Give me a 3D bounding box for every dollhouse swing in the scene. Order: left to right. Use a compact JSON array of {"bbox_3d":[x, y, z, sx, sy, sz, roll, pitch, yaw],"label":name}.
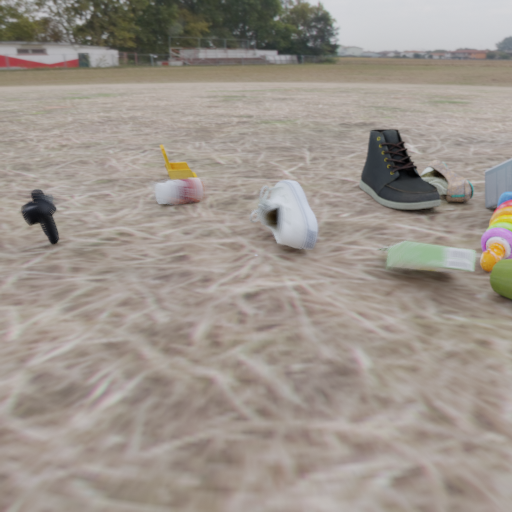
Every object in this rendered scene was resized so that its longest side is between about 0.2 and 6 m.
[{"bbox_3d":[-1.914,-2.310,13.796,0.838,0.811,0.922,-5,21,-12],"label":"dollhouse swing"}]

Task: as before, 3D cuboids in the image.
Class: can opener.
[{"bbox_3d":[-3.377,-0.612,8.911,0.517,1.316,0.417,-22,71,-16],"label":"can opener"}]

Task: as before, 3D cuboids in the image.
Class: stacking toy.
[{"bbox_3d":[3.836,-0.225,8.586,0.913,0.966,1.664,16,40,42],"label":"stacking toy"}]

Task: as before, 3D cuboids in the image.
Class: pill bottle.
[{"bbox_3d":[-1.610,-1.337,11.672,0.886,0.506,0.506,-9,23,-23],"label":"pill bottle"}]

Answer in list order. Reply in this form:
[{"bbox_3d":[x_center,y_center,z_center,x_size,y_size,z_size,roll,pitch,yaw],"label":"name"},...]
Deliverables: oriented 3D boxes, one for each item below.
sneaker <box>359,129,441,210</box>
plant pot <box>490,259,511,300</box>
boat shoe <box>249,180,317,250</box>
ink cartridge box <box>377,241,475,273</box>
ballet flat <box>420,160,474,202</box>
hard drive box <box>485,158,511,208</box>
[{"bbox_3d":[2.951,-1.866,11.785,0.990,1.406,2.646,-7,22,-17],"label":"sneaker"},{"bbox_3d":[3.457,0.315,7.205,0.777,0.777,0.738,-10,11,-23],"label":"plant pot"},{"bbox_3d":[0.334,-0.732,9.477,0.896,0.776,2.101,4,30,-13],"label":"boat shoe"},{"bbox_3d":[2.374,0.047,8.063,0.999,0.329,1.373,7,-6,-3],"label":"ink cartridge box"},{"bbox_3d":[4.022,-1.657,12.357,0.674,0.682,2.005,-12,21,-4],"label":"ballet flat"},{"bbox_3d":[5.454,-1.386,10.356,1.649,0.813,2.116,0,-2,0],"label":"hard drive box"}]
